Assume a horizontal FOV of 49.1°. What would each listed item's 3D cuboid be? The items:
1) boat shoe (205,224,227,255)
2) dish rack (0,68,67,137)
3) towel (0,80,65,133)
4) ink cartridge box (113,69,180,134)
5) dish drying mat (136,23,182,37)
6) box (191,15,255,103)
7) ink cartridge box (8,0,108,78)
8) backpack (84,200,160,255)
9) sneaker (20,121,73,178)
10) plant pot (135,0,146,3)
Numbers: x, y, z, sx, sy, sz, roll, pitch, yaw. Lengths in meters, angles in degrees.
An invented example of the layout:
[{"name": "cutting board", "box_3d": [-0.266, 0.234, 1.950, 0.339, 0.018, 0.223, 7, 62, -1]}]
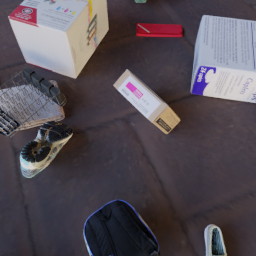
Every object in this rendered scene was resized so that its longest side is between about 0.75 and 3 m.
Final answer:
[{"name": "boat shoe", "box_3d": [2.081, 3.063, 6.597, 0.542, 0.467, 1.505, -8, 67, 5]}, {"name": "dish rack", "box_3d": [-3.314, -0.760, 8.591, 1.803, 0.641, 2.351, 35, 64, 19]}, {"name": "towel", "box_3d": [-3.429, -0.725, 9.145, 2.487, 0.429, 1.648, -14, 59, -9]}, {"name": "ink cartridge box", "box_3d": [0.594, -0.762, 8.449, 0.681, 1.494, 1.813, -47, 63, 7]}, {"name": "dish drying mat", "box_3d": [1.272, -3.986, 11.376, 1.841, 0.168, 0.707, 2, 56, 1]}, {"name": "box", "box_3d": [3.721, -2.331, 9.538, 2.797, 1.468, 2.572, 9, 58, 6]}, {"name": "ink cartridge box", "box_3d": [-2.262, -3.751, 10.071, 2.126, 2.116, 2.926, 18, 59, 11]}, {"name": "backpack", "box_3d": [-0.209, 2.652, 6.522, 1.477, 1.186, 1.614, -30, 58, -14]}, {"name": "sneaker", "box_3d": [-2.378, 0.565, 8.044, 0.840, 0.934, 2.163, 30, 35, 5]}, {"name": "plant pot", "box_3d": [0.566, -6.087, 12.445, 0.692, 0.692, 0.979, -1, 66, 0]}]
